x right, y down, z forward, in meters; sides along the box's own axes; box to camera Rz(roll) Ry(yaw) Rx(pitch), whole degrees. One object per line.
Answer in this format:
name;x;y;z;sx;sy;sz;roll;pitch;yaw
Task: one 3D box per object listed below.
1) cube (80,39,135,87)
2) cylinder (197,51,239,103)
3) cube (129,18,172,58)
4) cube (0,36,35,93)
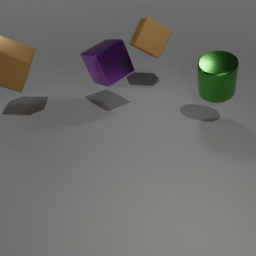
cube;-0.841;-2.705;11.525;1.400;1.400;1.400;-36;31;-19
cylinder;3.324;-1.900;10.451;1.400;1.400;1.400;-8;49;9
cube;1.076;-4.416;13.765;1.400;1.400;1.400;23;13;-17
cube;-4.549;-2.462;10.820;1.400;1.400;1.400;17;32;-20
